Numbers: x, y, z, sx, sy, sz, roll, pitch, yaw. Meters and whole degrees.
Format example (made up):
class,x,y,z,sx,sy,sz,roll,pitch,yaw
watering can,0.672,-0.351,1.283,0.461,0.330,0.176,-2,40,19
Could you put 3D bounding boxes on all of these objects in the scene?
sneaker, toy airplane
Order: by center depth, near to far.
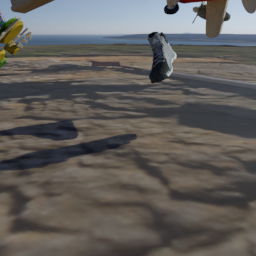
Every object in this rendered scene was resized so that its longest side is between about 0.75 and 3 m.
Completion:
class,x,y,z,sx,sy,sz,roll,pitch,yaw
toy airplane,1.318,-2.284,4.252,1.546,1.552,1.095,31,52,-20
sneaker,0.800,-2.084,7.870,0.711,1.095,1.896,-16,29,26

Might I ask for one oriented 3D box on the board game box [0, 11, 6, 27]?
class,x,y,z,sx,sy,sz,roll,pitch,yaw
board game box,-3.699,-3.040,7.058,0.772,1.141,0.197,-21,29,-1

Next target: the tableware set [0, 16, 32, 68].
class,x,y,z,sx,sy,sz,roll,pitch,yaw
tableware set,-2.375,-1.563,5.237,1.178,0.268,1.748,-45,14,-3

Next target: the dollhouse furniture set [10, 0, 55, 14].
class,x,y,z,sx,sy,sz,roll,pitch,yaw
dollhouse furniture set,-0.985,-2.200,4.259,1.684,0.964,1.975,-7,10,27
